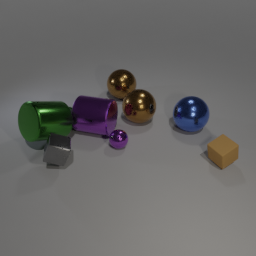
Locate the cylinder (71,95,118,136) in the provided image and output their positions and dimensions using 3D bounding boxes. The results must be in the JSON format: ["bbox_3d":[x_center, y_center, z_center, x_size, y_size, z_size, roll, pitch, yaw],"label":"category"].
[{"bbox_3d":[-1.255,-0.484,10.766,1.400,1.400,1.400,9,34,14],"label":"cylinder"}]

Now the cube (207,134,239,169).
[{"bbox_3d":[3.117,0.772,9.202,0.700,0.700,0.700,-31,43,-13],"label":"cube"}]

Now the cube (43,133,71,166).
[{"bbox_3d":[-2.277,0.686,8.998,0.700,0.700,0.700,16,30,-22],"label":"cube"}]

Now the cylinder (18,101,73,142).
[{"bbox_3d":[-2.964,-0.264,10.066,1.400,1.400,1.400,27,21,35],"label":"cylinder"}]

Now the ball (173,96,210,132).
[{"bbox_3d":[2.449,-0.542,10.894,1.400,1.400,1.400,0,33,0],"label":"ball"}]

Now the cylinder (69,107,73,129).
[{"bbox_3d":[-2.442,-0.384,11.184,0.700,0.700,0.700,-9,33,6],"label":"cylinder"}]

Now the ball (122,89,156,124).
[{"bbox_3d":[0.453,-0.882,11.398,1.400,1.400,1.400,0,33,0],"label":"ball"}]

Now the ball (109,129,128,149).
[{"bbox_3d":[-0.337,0.396,10.091,0.700,0.700,0.700,0,33,0],"label":"ball"}]

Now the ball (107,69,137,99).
[{"bbox_3d":[-0.296,-2.060,13.184,1.400,1.400,1.400,0,33,0],"label":"ball"}]
